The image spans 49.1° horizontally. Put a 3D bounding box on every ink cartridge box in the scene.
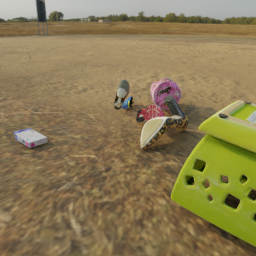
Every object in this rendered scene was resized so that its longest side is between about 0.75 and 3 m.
[{"bbox_3d":[-2.745,0.264,7.820,0.923,0.194,0.551,23,28,36],"label":"ink cartridge box"}]

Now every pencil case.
[{"bbox_3d":[1.311,-1.268,10.033,0.951,0.994,2.297,-7,13,5],"label":"pencil case"}]

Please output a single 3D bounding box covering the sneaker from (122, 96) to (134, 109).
[{"bbox_3d":[-0.021,-0.965,10.620,0.371,0.312,0.946,-11,22,18],"label":"sneaker"}]

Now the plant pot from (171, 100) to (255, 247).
[{"bbox_3d":[2.066,0.587,4.740,1.866,1.702,1.875,24,28,30],"label":"plant pot"}]

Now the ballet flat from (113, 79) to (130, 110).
[{"bbox_3d":[-0.229,-1.091,9.643,0.432,1.281,0.408,18,51,-2],"label":"ballet flat"}]

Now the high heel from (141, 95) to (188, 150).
[{"bbox_3d":[1.094,0.153,7.883,0.654,1.306,1.832,9,56,46],"label":"high heel"}]

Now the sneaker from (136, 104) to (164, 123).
[{"bbox_3d":[0.738,-0.401,8.563,0.493,0.532,1.320,13,-5,-24],"label":"sneaker"}]
